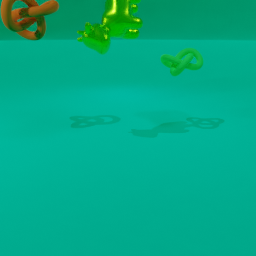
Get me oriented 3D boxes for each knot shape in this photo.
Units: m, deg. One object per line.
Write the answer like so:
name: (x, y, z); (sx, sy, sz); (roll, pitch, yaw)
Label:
knot shape: (1.515, -1.846, 7.902); (1.214, 0.561, 1.136); (-5, 26, 13)
knot shape: (-2.726, -3.023, 7.476); (1.589, 0.734, 1.486); (-30, -10, 25)

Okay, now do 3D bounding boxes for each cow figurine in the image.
cow figurine: (-0.454, -2.612, 6.879); (1.579, 1.604, 0.881); (0, -13, -9)
